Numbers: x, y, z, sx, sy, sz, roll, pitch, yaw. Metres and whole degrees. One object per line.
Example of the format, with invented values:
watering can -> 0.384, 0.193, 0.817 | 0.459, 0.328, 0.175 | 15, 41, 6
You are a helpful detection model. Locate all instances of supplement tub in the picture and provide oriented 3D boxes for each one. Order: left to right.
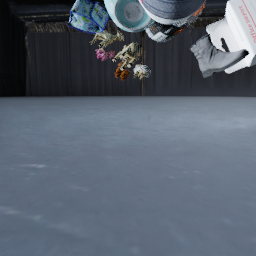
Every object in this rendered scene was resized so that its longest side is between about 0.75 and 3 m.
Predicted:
supplement tub -> 1.555, -3.926, 9.616 | 1.295, 1.295, 2.114 | -4, -5, -24
supplement tub -> 0.892, -2.998, 5.331 | 1.564, 1.564, 2.229 | 1, 3, 4

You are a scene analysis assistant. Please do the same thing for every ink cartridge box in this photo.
ink cartridge box -> 3.662, -2.756, 7.246 | 2.834, 1.650, 0.956 | -23, -10, 11

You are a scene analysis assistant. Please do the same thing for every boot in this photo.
boot -> 1.875, -1.638, 5.993 | 0.453, 0.854, 1.297 | -31, 7, -30

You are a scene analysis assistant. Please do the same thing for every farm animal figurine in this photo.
farm animal figurine -> -0.185, -2.870, 10.563 | 2.086, 2.110, 1.100 | 18, 63, 49

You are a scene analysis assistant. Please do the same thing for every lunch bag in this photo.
lunch bag -> -1.269, -3.687, 9.289 | 1.166, 0.992, 0.743 | 19, -38, -11

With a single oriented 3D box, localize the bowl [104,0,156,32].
bowl -> 0.191, -3.546, 7.995 | 1.917, 1.917, 1.003 | 1, 46, 6
